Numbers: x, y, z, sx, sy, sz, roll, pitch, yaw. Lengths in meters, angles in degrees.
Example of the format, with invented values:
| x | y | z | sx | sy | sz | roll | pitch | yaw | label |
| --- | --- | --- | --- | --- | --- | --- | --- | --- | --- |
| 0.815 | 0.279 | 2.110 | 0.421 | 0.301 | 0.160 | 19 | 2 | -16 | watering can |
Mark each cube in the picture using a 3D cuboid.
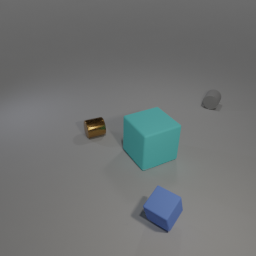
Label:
| x | y | z | sx | sy | sz | roll | pitch | yaw | label |
| --- | --- | --- | --- | --- | --- | --- | --- | --- | --- |
| 0.900 | 2.032 | 7.092 | 0.700 | 0.700 | 0.700 | 23 | 57 | 32 | cube |
| 0.764 | 0.326 | 9.485 | 1.400 | 1.400 | 1.400 | -16 | 37 | -24 | cube |

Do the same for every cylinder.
| x | y | z | sx | sy | sz | roll | pitch | yaw | label |
| --- | --- | --- | --- | --- | --- | --- | --- | --- | --- |
| -1.277 | -0.020 | 10.755 | 0.700 | 0.700 | 0.700 | -13 | 34 | -19 | cylinder |
| 3.843 | -1.312 | 12.809 | 0.700 | 0.700 | 0.700 | 15 | 36 | 22 | cylinder |
